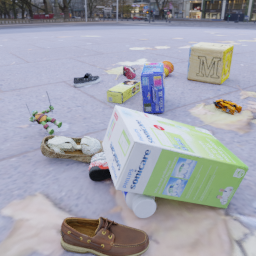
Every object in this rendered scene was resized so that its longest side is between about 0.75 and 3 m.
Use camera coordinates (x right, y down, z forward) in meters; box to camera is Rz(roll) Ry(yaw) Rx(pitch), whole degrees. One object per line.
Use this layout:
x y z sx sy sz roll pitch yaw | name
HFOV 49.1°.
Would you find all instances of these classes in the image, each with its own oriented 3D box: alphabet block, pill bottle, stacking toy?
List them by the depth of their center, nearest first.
0.230 1.515 6.642 0.697 0.697 1.244 -6 25 -13 | pill bottle
4.850 -3.870 16.514 2.063 2.025 2.015 15 31 29 | alphabet block
2.256 -3.525 17.393 0.960 0.960 1.314 11 43 22 | stacking toy

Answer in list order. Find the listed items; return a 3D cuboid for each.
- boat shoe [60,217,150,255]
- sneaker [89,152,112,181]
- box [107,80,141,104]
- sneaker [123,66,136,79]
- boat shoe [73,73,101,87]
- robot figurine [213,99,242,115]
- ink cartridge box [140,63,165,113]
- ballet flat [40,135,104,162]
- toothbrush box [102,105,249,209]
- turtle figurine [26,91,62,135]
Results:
-0.475 2.104 5.491 1.795 0.606 0.646 3 25 7 | boat shoe
-0.253 1.018 7.855 1.667 0.557 0.893 -4 28 -2 | sneaker
-0.175 -1.859 13.968 0.844 0.562 2.242 11 28 22 | box
0.176 -3.451 17.193 0.649 0.701 1.739 -5 25 -15 | sneaker
-2.321 -2.813 15.911 1.876 0.621 0.656 -21 32 -38 | boat shoe
4.326 -0.959 12.306 0.868 0.349 1.198 -14 30 -28 | robot figurine
1.121 -1.744 12.316 0.973 1.740 2.550 -2 25 11 | ink cartridge box
-1.526 0.580 8.377 2.251 0.735 0.794 -1 56 -3 | ballet flat
1.002 0.659 6.816 2.864 1.233 2.086 13 20 -19 | toothbrush box
-2.945 -0.422 9.795 1.208 1.246 0.896 37 28 12 | turtle figurine
